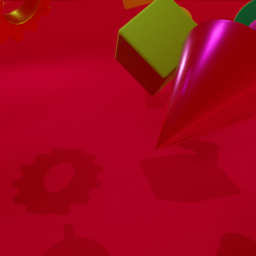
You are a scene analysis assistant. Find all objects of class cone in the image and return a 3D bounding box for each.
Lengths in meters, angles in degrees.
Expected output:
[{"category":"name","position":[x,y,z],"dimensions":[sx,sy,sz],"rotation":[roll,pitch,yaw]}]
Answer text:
[{"category":"cone","position":[3.550,-2.904,7.484],"dimensions":[1.449,1.449,1.455],"rotation":[8,38,15]},{"category":"cone","position":[0.824,-0.235,3.427],"dimensions":[1.523,1.518,1.518],"rotation":[-44,45,-21]}]

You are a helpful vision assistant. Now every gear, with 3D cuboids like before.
[{"category":"gear","position":[-2.252,-2.687,5.682],"dimensions":[0.371,2.005,2.005],"rotation":[38,36,7]}]

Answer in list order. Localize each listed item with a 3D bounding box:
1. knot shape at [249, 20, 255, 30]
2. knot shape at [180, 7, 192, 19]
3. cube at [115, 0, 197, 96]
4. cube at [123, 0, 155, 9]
[{"category":"knot shape","position":[2.618,-1.214,4.623],"dimensions":[1.323,1.238,0.611],"rotation":[13,60,40]},{"category":"knot shape","position":[1.132,-2.091,6.825],"dimensions":[0.733,1.587,1.485],"rotation":[0,28,-26]},{"category":"cube","position":[0.619,-1.628,5.744],"dimensions":[1.243,1.243,1.243],"rotation":[-43,-3,-11]},{"category":"cube","position":[0.289,-5.040,9.556],"dimensions":[1.175,1.175,1.175],"rotation":[-12,66,7]}]
